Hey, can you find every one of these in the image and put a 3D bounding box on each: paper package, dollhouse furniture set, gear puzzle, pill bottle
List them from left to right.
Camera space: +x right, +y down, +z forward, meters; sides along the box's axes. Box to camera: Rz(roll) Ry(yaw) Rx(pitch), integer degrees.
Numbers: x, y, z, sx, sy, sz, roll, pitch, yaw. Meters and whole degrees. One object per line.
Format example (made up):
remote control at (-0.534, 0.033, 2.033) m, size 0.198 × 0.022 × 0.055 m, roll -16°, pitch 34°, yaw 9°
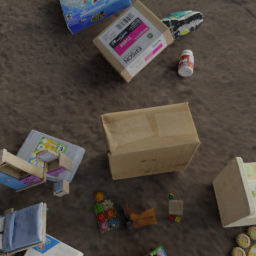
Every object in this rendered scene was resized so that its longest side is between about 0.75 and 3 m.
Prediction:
dollhouse furniture set at (-2.988, 2.081, 7.604) m, size 2.480 × 1.714 × 2.626 m, roll -22°, pitch 54°, yaw 19°
gear puzzle at (-0.734, 2.572, 8.787) m, size 0.647 × 0.164 × 1.249 m, roll -18°, pitch 65°, yaw -9°
paper package at (0.598, 0.496, 8.561) m, size 2.572 × 2.452 × 1.331 m, roll -9°, pitch 63°, yaw -5°
pill bottle at (2.336, -2.615, 11.237) m, size 0.570 × 0.570 × 1.016 m, roll 8°, pitch 62°, yaw 4°

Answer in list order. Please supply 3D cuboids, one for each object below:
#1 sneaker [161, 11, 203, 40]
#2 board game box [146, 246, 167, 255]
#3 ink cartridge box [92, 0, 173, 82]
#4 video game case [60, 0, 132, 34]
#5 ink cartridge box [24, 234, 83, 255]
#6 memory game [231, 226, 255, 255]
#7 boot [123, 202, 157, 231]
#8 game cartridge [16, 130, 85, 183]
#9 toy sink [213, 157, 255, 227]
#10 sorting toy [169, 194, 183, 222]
sneaker at (1.948, -4.450, 12.130) m, size 2.622 × 1.016 × 1.044 m, roll -20°, pitch 45°, yaw -15°
board game box at (0.680, 4.725, 7.415) m, size 1.928 × 0.661 × 2.333 m, roll -27°, pitch 66°, yaw -11°
ink cartridge box at (0.165, -3.408, 11.002) m, size 2.484 × 0.933 × 2.047 m, roll -42°, pitch 67°, yaw 4°
video game case at (-1.599, -5.882, 12.447) m, size 2.908 × 0.661 × 2.635 m, roll -23°, pitch 63°, yaw 6°
ink cartridge box at (-2.400, 4.238, 7.577) m, size 1.370 × 0.793 × 2.358 m, roll 23°, pitch 65°, yaw 11°
memory game at (4.038, 3.891, 8.135) m, size 2.045 × 0.130 × 2.045 m, roll 0°, pitch 63°, yaw 0°
boot at (0.355, 2.633, 8.680) m, size 0.938 × 0.321 × 0.883 m, roll -13°, pitch 63°, yaw -8°
game cartridge at (-2.692, 0.997, 9.494) m, size 2.111 × 0.427 × 1.407 m, roll 18°, pitch 68°, yaw 9°
toy sink at (3.479, 1.847, 7.961) m, size 1.293 × 2.309 × 1.505 m, roll -4°, pitch 62°, yaw -2°
sorting toy at (1.486, 2.492, 8.727) m, size 0.422 × 0.148 × 0.875 m, roll 0°, pitch 93°, yaw 9°
